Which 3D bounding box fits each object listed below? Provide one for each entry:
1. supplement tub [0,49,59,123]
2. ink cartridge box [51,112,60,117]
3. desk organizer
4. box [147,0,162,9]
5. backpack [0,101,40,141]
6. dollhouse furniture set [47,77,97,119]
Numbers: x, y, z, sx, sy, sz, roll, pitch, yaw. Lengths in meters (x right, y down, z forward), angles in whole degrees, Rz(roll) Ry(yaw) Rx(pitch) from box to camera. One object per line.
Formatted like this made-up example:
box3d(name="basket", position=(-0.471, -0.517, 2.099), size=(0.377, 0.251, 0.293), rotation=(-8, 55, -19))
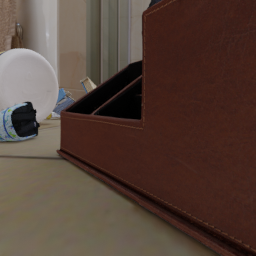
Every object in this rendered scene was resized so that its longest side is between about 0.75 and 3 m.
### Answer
box3d(name="supplement tub", position=(-3.877, -1.202, 8.699), size=(2.995, 2.163, 2.163), rotation=(3, 5, 37))
box3d(name="ink cartridge box", position=(-3.632, -0.666, 13.925), size=(1.161, 0.251, 1.140), rotation=(-5, 6, -28))
box3d(name="desk organizer", position=(0.291, -0.167, 2.299), size=(1.073, 1.152, 2.991), rotation=(-2, 5, -28))
box3d(name="box", position=(1.254, -1.263, 6.156), size=(1.524, 2.596, 2.553), rotation=(-7, 5, 0))
box3d(name="backpack", position=(-1.900, -0.071, 4.747), size=(0.642, 0.681, 0.835), rotation=(-9, 12, -7))
box3d(name="dollhouse furniture set", position=(-2.091, -0.642, 12.113), size=(2.381, 1.554, 2.248), rotation=(-30, -24, 8))
